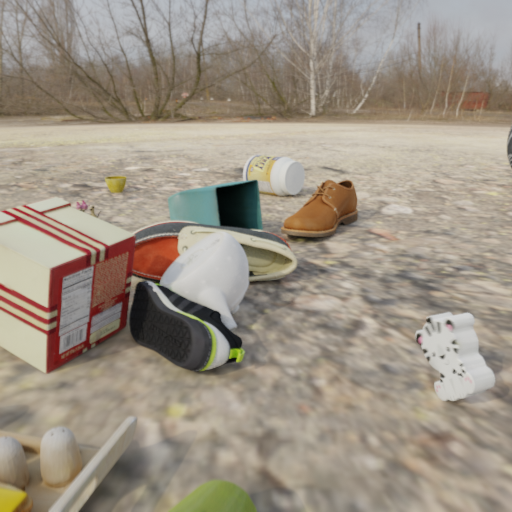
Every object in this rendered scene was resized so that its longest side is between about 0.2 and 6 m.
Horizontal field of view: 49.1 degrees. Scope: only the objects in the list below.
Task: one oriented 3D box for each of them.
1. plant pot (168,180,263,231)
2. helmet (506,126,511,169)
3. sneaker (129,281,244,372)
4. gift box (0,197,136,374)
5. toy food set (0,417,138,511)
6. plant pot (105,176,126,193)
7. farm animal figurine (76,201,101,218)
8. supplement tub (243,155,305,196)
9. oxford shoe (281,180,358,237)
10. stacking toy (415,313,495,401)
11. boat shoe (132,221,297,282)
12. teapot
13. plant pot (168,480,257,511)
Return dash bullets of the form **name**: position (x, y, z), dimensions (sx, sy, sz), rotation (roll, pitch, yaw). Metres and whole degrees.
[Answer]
- **plant pot**: position (-0.945, -0.870, 11.620), dimensions (1.749, 1.236, 1.235), rotation (4, 16, 42)
- **helmet**: position (8.793, -3.281, 16.199), dimensions (2.903, 3.045, 3.045), rotation (-20, 24, -27)
- **sneaker**: position (-0.872, 0.897, 6.848), dimensions (0.850, 0.736, 2.053), rotation (9, 12, -37)
- **gift box**: position (-2.641, 0.376, 6.816), dimensions (1.638, 1.754, 1.618), rotation (24, 22, 21)
- **toy food set**: position (-2.483, 1.572, 4.095), dimensions (2.656, 0.802, 1.905), rotation (4, 17, 13)
- **plant pot**: position (-4.232, -2.141, 16.923), dimensions (0.639, 0.454, 0.639), rotation (1, 16, 0)
- **farm animal figurine**: position (-4.162, -0.767, 12.324), dimensions (1.130, 0.589, 1.118), rotation (13, 33, 21)
- **supplement tub**: position (0.525, -2.354, 16.436), dimensions (1.570, 1.133, 1.133), rotation (13, 21, 39)
- **oxford shoe**: position (1.415, -1.094, 12.462), dimensions (1.095, 1.094, 3.070), rotation (10, 21, 27)
- **stacking toy**: position (3.572, 0.330, 5.000), dimensions (2.790, 0.869, 3.700), rotation (-8, -20, -23)
- **boat shoe**: position (-0.772, 0.026, 9.011), dimensions (2.866, 1.020, 0.897), rotation (0, 19, -16)
- **teapot**: position (-0.589, 0.388, 7.766), dimensions (1.356, 1.003, 1.374), rotation (-15, 30, 49)
- **plant pot**: position (-0.319, 1.831, 3.512), dimensions (0.841, 0.841, 0.799), rotation (4, 5, 14)
